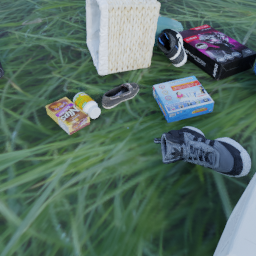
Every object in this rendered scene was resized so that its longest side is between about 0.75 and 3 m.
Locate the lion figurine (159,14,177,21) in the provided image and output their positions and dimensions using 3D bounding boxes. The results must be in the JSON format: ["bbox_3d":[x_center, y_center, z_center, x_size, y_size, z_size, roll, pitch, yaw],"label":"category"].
[{"bbox_3d":[1.864,-5.036,13.196,1.031,0.374,0.632,8,35,-12],"label":"lion figurine"}]

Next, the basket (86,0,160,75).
[{"bbox_3d":[-0.337,-3.656,10.170,2.076,2.581,2.558,-7,44,-16],"label":"basket"}]

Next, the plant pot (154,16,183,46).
[{"bbox_3d":[1.535,-4.028,11.693,1.362,0.962,0.963,2,43,-6],"label":"plant pot"}]

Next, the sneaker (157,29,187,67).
[{"bbox_3d":[1.470,-3.262,10.207,0.751,1.150,2.056,-34,47,23],"label":"sneaker"}]

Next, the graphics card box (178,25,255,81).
[{"bbox_3d":[3.184,-2.975,10.701,1.777,0.720,2.832,-20,48,-20],"label":"graphics card box"}]

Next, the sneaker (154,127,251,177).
[{"bbox_3d":[1.531,0.585,6.375,1.281,0.849,2.251,-7,19,-28],"label":"sneaker"}]

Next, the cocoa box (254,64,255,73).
[{"bbox_3d":[5.293,-1.973,8.673,1.796,1.767,2.693,5,36,5],"label":"cocoa box"}]

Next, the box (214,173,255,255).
[{"bbox_3d":[2.496,2.149,4.273,2.101,2.111,1.809,25,51,23],"label":"box"}]

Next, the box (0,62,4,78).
[{"bbox_3d":[-5.522,-1.661,8.674,1.848,1.605,2.797,10,46,8],"label":"box"}]

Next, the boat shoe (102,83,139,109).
[{"bbox_3d":[-0.195,-1.145,8.961,0.526,0.448,1.572,33,53,30],"label":"boat shoe"}]

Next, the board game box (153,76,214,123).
[{"bbox_3d":[1.617,-0.897,8.419,1.401,0.391,1.372,-14,45,-6],"label":"board game box"}]

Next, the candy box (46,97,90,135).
[{"bbox_3d":[-1.772,-0.383,8.238,0.724,0.350,1.241,-32,54,-30],"label":"candy box"}]

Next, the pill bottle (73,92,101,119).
[{"bbox_3d":[-1.220,-0.663,8.417,0.492,0.492,0.886,-29,50,-27],"label":"pill bottle"}]
